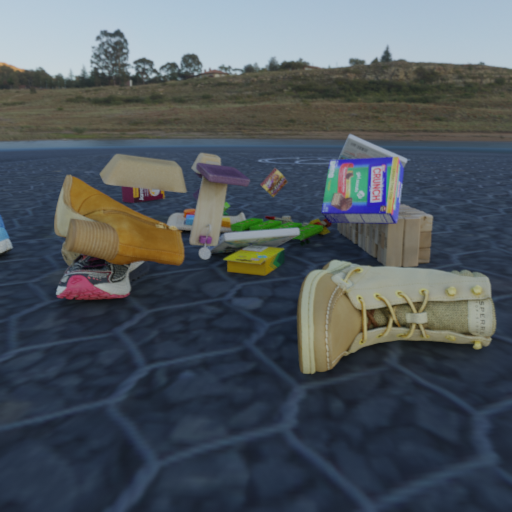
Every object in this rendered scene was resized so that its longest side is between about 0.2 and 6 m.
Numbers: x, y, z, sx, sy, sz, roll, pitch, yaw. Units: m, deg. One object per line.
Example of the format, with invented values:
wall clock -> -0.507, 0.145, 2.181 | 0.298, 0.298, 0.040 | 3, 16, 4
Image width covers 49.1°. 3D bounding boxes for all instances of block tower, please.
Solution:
block tower -> 2.394, -0.607, 10.933 | 0.874, 0.936, 3.237 | -2, 16, -7

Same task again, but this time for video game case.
video game case -> -0.087, -0.259, 10.087 | 1.381, 0.152, 1.259 | -5, -9, -20
video game case -> 2.417, -1.906, 12.099 | 1.320, 1.201, 0.146 | 25, 54, 5

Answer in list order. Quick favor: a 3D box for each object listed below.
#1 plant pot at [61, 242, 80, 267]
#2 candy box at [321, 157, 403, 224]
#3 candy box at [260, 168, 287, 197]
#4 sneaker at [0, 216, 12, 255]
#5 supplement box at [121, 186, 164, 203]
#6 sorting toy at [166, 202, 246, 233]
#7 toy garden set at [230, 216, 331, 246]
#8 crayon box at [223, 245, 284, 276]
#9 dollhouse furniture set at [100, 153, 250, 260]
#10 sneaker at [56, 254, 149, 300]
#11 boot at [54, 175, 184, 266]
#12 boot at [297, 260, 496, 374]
plant pot -> -2.833, -0.148, 9.495 | 0.831, 0.831, 0.761 | 7, 27, 27
candy box -> 1.747, -1.063, 9.184 | 1.175, 0.994, 0.453 | 2, -17, 27
candy box -> 0.437, -1.771, 13.668 | 0.263, 0.543, 0.931 | 43, 5, 12
sneaker -> -5.890, -0.666, 10.230 | 2.926, 1.316, 1.147 | 2, 14, 7
supplement box -> -3.407, -2.020, 16.904 | 0.541, 0.697, 1.263 | 11, 18, 36
sorting toy -> -1.187, -0.937, 13.278 | 1.825, 0.363, 2.468 | -1, 15, -5
toy garden set -> 0.609, -0.547, 11.849 | 1.766, 0.352, 1.472 | 9, 18, 34
crayon box -> -0.029, 0.086, 9.381 | 0.694, 0.278, 1.093 | 6, 15, 23
dollhouse furniture set -> -1.480, -0.832, 8.950 | 2.126, 1.509, 1.684 | 4, 21, -24
sneaker -> -2.263, 0.039, 8.291 | 0.979, 0.906, 2.427 | 1, 15, 2
boot -> -1.938, -0.435, 7.933 | 1.584, 0.779, 2.213 | 10, 21, -29
boot -> 1.534, 0.641, 6.003 | 1.934, 0.906, 2.488 | 5, 11, 18
